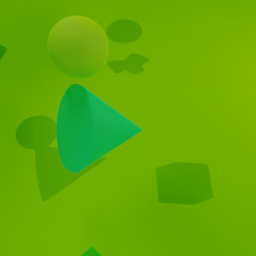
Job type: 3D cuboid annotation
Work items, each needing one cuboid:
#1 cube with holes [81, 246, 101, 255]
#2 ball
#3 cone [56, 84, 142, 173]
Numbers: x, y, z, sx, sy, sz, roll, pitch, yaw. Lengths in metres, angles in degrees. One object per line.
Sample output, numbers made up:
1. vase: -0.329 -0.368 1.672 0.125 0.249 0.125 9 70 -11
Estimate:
1. cube with holes: -0.553 2.392 3.785 0.863 0.863 0.863 36 44 27
2. ball: -0.865 -1.393 4.894 1.059 1.059 1.059 0 64 0
3. cone: -0.355 0.023 5.553 1.618 1.612 1.612 2 60 -35
